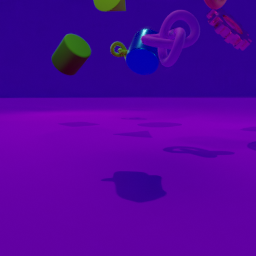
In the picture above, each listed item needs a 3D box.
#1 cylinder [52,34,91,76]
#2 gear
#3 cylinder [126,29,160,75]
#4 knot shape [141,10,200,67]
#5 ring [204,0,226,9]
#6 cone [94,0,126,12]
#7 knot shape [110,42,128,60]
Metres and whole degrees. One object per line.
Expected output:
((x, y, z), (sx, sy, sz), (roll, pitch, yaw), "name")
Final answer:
((-2.118, -2.721, 10.461), (1.100, 1.100, 1.100), (-7, -25, -47), "cylinder")
((3.452, -3.409, 9.548), (1.762, 1.762, 0.326), (-6, -30, -42), "gear")
((0.639, -2.795, 10.337), (1.210, 1.210, 1.210), (12, -36, 9), "cylinder")
((0.934, -1.885, 5.716), (0.553, 1.121, 1.198), (47, 3, -47), "knot shape")
((2.150, -3.661, 6.843), (0.281, 1.403, 1.403), (11, 12, 39), "ring")
((-0.329, -3.894, 8.700), (1.064, 1.064, 1.068), (4, -4, 29), "cone")
((-0.283, -3.489, 12.780), (1.075, 0.531, 1.149), (25, -9, -8), "knot shape")
